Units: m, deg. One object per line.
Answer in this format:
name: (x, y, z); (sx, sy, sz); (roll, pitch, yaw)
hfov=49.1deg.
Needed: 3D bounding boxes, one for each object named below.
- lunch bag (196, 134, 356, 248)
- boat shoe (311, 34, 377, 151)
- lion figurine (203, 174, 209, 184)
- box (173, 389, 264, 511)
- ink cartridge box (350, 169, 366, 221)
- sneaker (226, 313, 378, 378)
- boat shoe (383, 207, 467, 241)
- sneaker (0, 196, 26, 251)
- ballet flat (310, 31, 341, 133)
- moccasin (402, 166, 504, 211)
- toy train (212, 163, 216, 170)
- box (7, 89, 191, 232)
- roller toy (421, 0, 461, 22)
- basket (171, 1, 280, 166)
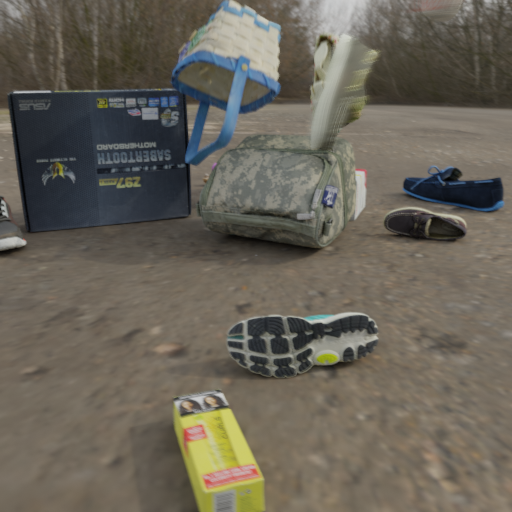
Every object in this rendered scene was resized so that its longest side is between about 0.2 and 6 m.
lunch bag: (0.509, -1.225, 11.517); (2.873, 2.002, 2.409); (9, 36, 24)
boat shoe: (1.671, -3.055, 10.592); (0.835, 0.998, 2.792); (19, 61, -2)
lion figurine: (-1.100, -2.225, 16.771); (0.949, 0.344, 0.581); (6, 7, -27)
box: (-0.393, 1.769, 5.129); (0.537, 0.358, 1.427); (-6, 20, -16)
ink cartridge box: (2.079, -1.523, 13.617); (0.978, 0.983, 1.353); (7, 20, 18)
sneaker: (0.547, 1.066, 6.964); (1.912, 0.741, 0.762); (0, 0, -15)
boat shoe: (3.535, -0.639, 11.702); (1.706, 0.614, 0.553); (9, 16, 8)
sneaker: (-5.369, -0.741, 11.375); (0.929, 0.988, 2.412); (-13, 23, -33)
ballet flat: (1.485, -3.794, 12.203); (0.890, 2.353, 0.752); (-8, -17, 33)
moccasin: (5.191, -1.885, 14.717); (2.779, 0.947, 1.118); (17, 26, 40)
toy train: (0.085, -2.049, 15.449); (3.231, 0.899, 2.427); (-14, 25, -26)
box: (-3.398, -2.210, 12.612); (3.737, 2.947, 0.953); (-6, 20, -20)
roller toy: (2.527, -3.502, 7.659); (0.380, 0.496, 0.544); (9, -24, -20)
basket: (-0.714, -3.316, 11.232); (1.951, 2.805, 2.473); (12, -8, -24)
